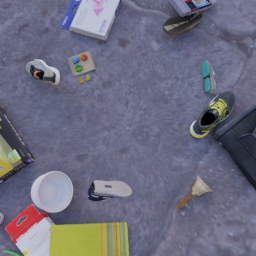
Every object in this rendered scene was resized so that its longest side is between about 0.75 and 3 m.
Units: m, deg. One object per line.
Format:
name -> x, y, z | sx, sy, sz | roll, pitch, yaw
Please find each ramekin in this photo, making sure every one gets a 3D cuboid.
ramekin -> -2.702, 2.231, 9.815 | 1.391, 0.730, 1.391 | 12, 73, -43

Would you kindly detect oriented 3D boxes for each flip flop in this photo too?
flip flop -> 2.373, -4.479, 12.131 | 2.056, 0.592, 0.834 | -32, 72, -24

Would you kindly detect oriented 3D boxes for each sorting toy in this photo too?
sorting toy -> -1.884, -2.542, 11.737 | 0.990, 0.178, 1.329 | -19, 75, -5

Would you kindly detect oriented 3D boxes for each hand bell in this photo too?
hand bell -> 2.291, 2.466, 10.144 | 1.365, 0.711, 0.711 | -44, 78, 3

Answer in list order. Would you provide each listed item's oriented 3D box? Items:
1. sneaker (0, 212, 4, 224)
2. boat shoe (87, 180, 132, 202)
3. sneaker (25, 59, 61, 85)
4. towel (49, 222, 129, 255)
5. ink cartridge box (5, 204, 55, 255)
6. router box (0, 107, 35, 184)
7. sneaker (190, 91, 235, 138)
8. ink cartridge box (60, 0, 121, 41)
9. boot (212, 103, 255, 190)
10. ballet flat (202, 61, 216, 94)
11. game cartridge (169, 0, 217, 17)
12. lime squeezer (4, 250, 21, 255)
sneaker -> -5.257, 2.974, 9.925 | 1.607, 0.659, 0.601 | 14, 75, 4
boat shoe -> -0.614, 2.023, 8.830 | 1.400, 0.649, 0.523 | 15, 40, -26
sneaker -> -3.509, -2.238, 10.999 | 1.982, 0.786, 0.733 | 26, 115, 34
towel -> -1.275, 3.842, 9.507 | 2.672, 0.241, 1.150 | 4, 67, -17
ink cartridge box -> -3.006, 3.830, 9.637 | 1.253, 0.725, 2.157 | -42, 79, -12
router box -> -5.141, 0.722, 10.532 | 2.100, 0.698, 2.671 | -36, 77, -9
sneaker -> 3.397, -0.566, 10.752 | 0.879, 0.999, 2.362 | 41, 78, 10
ink cartridge box -> -1.659, -5.121, 12.329 | 2.200, 0.476, 2.160 | 17, 75, 3
boot -> 4.970, 0.716, 10.378 | 2.369, 0.944, 2.874 | -38, 73, 2
ballet flat -> 3.360, -2.067, 11.525 | 0.459, 0.485, 1.440 | 6, 73, -27
game cartridge -> 2.809, -5.653, 12.280 | 2.030, 0.390, 1.316 | -27, 71, -23
lime squeezer -> -3.581, 4.694, 9.691 | 1.647, 0.311, 0.582 | 45, 110, 10
